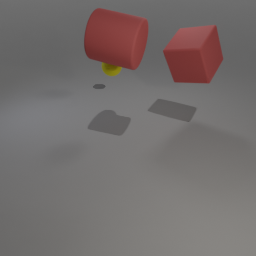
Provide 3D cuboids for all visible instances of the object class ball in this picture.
[{"bbox_3d":[-0.560,-2.141,9.656,0.700,0.700,0.700,0,30,0],"label":"ball"}]

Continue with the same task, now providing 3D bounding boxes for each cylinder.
[{"bbox_3d":[-0.297,-2.459,7.782,1.400,1.400,1.400,17,33,11],"label":"cylinder"}]

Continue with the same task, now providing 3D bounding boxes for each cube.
[{"bbox_3d":[2.299,-2.535,9.751,1.400,1.400,1.400,9,52,39],"label":"cube"}]
